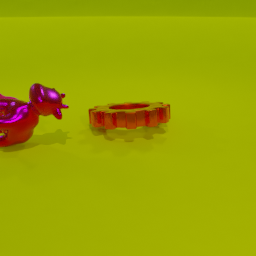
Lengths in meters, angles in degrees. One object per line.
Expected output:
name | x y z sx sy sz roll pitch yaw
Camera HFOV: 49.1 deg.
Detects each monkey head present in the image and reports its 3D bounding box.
monkey head | -3.903 -0.888 7.840 1.791 1.289 1.079 6 0 -29

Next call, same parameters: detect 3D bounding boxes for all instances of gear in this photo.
gear | 0.042 -0.376 7.342 2.092 0.387 2.092 -3 12 1

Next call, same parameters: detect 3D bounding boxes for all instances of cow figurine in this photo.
cow figurine | -2.175 -0.254 6.167 1.591 1.617 0.887 -7 56 -24
